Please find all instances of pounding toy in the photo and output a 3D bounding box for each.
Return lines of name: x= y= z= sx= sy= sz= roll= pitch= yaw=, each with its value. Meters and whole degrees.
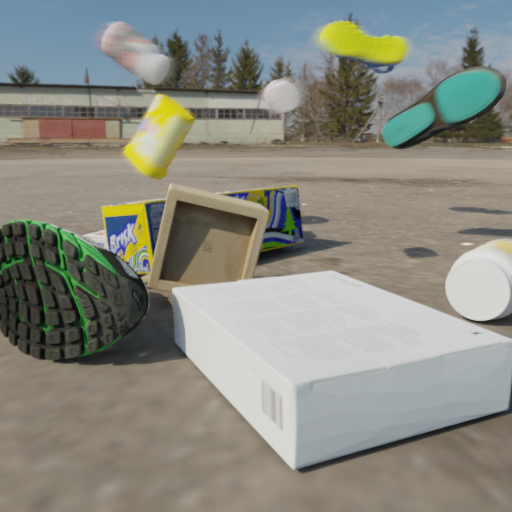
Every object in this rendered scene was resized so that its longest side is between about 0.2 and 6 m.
pounding toy: x=-0.710 y=-0.043 z=6.521 sx=1.308 sy=1.421 sz=1.010 roll=12 pitch=10 yaw=-10

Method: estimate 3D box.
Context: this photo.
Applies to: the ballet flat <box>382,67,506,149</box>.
ballet flat: x=3.007 y=-2.329 z=8.829 sx=0.827 sy=0.827 sz=2.264 roll=-9 pitch=-7 yaw=-35

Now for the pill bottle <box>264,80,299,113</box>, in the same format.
pill bottle: x=0.304 y=-2.024 z=7.090 sx=0.378 sy=0.378 sz=0.674 roll=-1 pitch=20 yaw=-6

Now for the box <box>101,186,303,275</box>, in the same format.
box: x=-0.655 y=-0.446 z=8.362 sx=1.071 sy=0.983 sz=3.057 roll=0 pitch=8 yaw=44

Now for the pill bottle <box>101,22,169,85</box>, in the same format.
pill bottle: x=-2.093 y=-3.518 z=9.773 sx=1.104 sy=0.639 sz=0.639 roll=38 pitch=22 yaw=10

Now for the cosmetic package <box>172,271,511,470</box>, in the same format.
cosmetic package: x=0.488 y=0.672 z=4.402 sx=1.708 sy=0.585 sz=2.265 roll=-7 pitch=14 yaw=-24

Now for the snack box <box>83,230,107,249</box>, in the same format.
snack box: x=-1.839 y=-0.397 z=9.955 sx=0.969 sy=0.328 sz=2.696 roll=5 pitch=13 yaw=21

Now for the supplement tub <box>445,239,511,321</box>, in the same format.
supplement tub: x=2.518 y=0.253 z=5.958 sx=0.754 sy=0.754 sz=1.037 roll=10 pitch=16 yaw=39

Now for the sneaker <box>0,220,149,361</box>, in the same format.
sneaker: x=-1.966 y=0.129 z=5.526 sx=1.295 sy=1.186 sz=3.039 roll=-11 pitch=16 yaw=-43

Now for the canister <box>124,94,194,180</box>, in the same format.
canister: x=-1.542 y=-1.903 z=8.951 sx=0.483 sy=1.115 sz=0.828 roll=8 pitch=32 yaw=-52

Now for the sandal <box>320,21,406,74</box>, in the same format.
sandal: x=2.112 y=-4.101 z=11.221 sx=1.814 sy=0.721 sz=0.790 roll=28 pitch=-1 yaw=19
